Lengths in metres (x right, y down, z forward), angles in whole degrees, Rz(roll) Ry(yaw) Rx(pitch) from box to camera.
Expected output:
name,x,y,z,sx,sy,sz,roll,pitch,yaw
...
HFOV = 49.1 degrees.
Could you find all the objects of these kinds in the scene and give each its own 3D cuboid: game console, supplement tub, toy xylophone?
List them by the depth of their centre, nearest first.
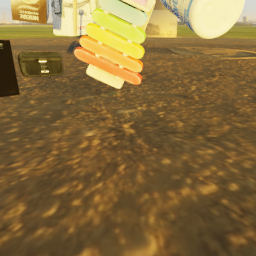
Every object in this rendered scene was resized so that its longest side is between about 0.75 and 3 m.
name,x,y,z,sx,sy,sz,roll,pitch,yaw
toy xylophone,-0.389,-1.745,5.181,1.690,2.308,0.580,21,61,5
game console,-1.935,-1.119,5.252,0.201,0.985,1.670,1,11,45
supplement tub,1.905,-3.648,7.732,1.533,1.533,2.323,-9,44,-21

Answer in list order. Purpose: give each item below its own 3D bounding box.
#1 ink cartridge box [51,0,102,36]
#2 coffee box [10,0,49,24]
name,x,y,z,sx,sy,sz,roll,pitch,yaw
ink cartridge box,-1.824,-4.601,10.033,0.996,2.371,1.725,19,31,34
coffee box,-2.082,-2.991,5.951,0.764,1.337,0.533,3,42,-10
